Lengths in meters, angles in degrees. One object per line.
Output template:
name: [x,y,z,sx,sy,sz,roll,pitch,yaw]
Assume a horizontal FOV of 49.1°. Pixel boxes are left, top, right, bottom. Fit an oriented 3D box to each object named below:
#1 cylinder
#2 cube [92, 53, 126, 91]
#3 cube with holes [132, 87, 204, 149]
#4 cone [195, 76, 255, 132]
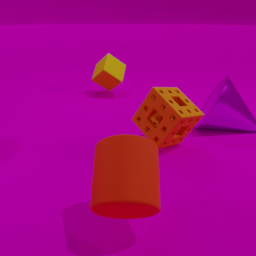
cylinder: [-0.027,0.657,3.654,0.869,0.869,0.869,0,60,1]
cube: [-0.705,-2.046,10.371,0.843,0.843,0.843,29,-36,-27]
cube with holes: [0.876,-0.246,6.234,0.939,0.939,0.939,-8,51,-47]
cone: [2.849,-0.288,7.344,1.571,1.566,1.566,30,27,3]
